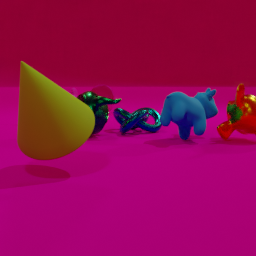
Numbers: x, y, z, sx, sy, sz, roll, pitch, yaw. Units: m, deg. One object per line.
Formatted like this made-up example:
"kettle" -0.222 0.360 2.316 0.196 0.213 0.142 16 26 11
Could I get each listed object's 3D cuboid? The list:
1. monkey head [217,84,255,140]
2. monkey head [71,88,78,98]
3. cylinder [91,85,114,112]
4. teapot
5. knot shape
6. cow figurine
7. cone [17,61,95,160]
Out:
"monkey head" 2.277 -0.165 5.518 0.951 1.322 0.797 -36 6 -23
"monkey head" -1.486 -0.524 8.029 0.711 1.179 0.848 -32 -29 27
"cylinder" -0.946 -1.062 10.407 0.878 0.878 0.878 0 -10 -1
"teapot" -0.764 -0.298 6.041 0.772 0.981 1.577 19 -37 -30
"knot shape" 0.127 -0.204 6.701 1.135 0.561 1.213 7 10 42
"cow figurine" 1.266 -0.428 5.695 1.321 1.299 0.725 31 -33 -29
"cone" -1.001 -0.338 3.223 1.020 1.024 1.020 -6 48 7
